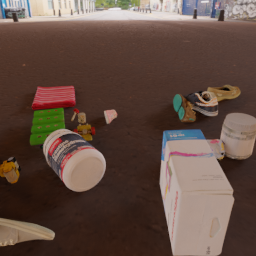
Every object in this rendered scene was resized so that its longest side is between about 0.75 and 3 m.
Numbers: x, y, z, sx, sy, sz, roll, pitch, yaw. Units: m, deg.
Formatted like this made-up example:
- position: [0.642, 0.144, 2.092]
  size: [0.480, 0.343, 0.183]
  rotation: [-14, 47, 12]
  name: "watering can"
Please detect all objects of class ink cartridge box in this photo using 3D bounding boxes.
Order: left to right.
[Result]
- position: [1.323, 1.280, 6.079]
  size: [0.978, 1.669, 2.310]
  rotation: [-1, 27, -2]
  name: "ink cartridge box"

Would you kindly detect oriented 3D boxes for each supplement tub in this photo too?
- position: [-1.484, 0.814, 7.550]
  size: [1.180, 1.180, 1.682]
  rotation: [-18, 32, -32]
  name: "supplement tub"

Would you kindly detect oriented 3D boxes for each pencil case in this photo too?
- position: [2.191, 0.673, 8.514]
  size: [1.416, 0.589, 0.642]
  rotation: [0, 33, 0]
  name: "pencil case"

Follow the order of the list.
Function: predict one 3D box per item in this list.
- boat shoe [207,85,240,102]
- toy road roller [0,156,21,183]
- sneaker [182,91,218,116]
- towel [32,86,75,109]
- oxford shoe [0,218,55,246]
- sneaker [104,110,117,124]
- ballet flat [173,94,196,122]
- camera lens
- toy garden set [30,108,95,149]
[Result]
- position: [4.547, -1.754, 13.258]
  size: [2.076, 0.653, 0.757]
  rotation: [-13, 29, -24]
  name: "boat shoe"
- position: [-3.312, 1.185, 7.668]
  size: [0.555, 0.468, 0.761]
  rotation: [-18, 28, -3]
  name: "toy road roller"
- position: [2.977, -1.232, 12.054]
  size: [0.830, 0.840, 2.117]
  rotation: [-22, 33, -34]
  name: "sneaker"
- position: [-3.452, -1.510, 13.197]
  size: [1.879, 0.292, 2.599]
  rotation: [-4, 27, -11]
  name: "towel"
- position: [-2.443, 2.144, 5.700]
  size: [1.890, 0.711, 0.546]
  rotation: [8, 68, 0]
  name: "oxford shoe"
- position: [-0.660, -0.481, 11.045]
  size: [0.502, 0.362, 0.961]
  rotation: [-9, 23, -6]
  name: "sneaker"
- position: [2.362, -0.777, 11.457]
  size: [0.713, 0.669, 1.972]
  rotation: [17, 25, -11]
  name: "ballet flat"
- position: [3.367, 0.269, 8.587]
  size: [0.981, 1.227, 0.981]
  rotation: [0, 27, 0]
  name: "camera lens"
- position: [-2.337, -0.044, 10.105]
  size: [2.088, 0.500, 2.505]
  rotation: [-8, 27, -11]
  name: "toy garden set"
